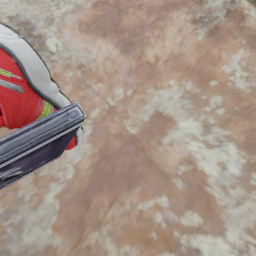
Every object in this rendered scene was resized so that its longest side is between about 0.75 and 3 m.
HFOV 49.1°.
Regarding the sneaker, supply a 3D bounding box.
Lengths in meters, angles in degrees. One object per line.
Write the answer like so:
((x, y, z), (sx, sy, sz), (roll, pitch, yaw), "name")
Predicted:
((-1.688, -0.354, 4.510), (1.206, 2.841, 1.094), (-44, 56, -13), "sneaker")

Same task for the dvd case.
((-1.776, 0.644, 3.592), (2.227, 2.995, 0.239), (-29, 88, -22), "dvd case")
